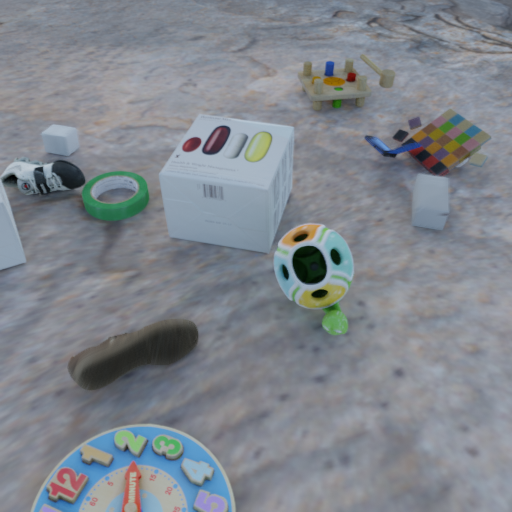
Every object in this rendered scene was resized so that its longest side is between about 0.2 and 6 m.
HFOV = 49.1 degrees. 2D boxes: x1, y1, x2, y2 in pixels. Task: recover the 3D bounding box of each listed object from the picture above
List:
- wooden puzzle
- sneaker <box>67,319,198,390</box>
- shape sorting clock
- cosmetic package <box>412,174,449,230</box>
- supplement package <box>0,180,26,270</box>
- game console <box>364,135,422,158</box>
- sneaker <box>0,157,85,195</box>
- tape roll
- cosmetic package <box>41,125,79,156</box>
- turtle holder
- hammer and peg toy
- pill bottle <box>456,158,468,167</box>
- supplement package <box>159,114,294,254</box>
[{"bbox_3d":[4.166,-2.513,12.407,1.388,0.164,2.341,-36,46,5],"label":"wooden puzzle"},{"bbox_3d":[-1.836,1.327,8.350,1.957,0.689,0.739,-16,21,-32],"label":"sneaker"},{"bbox_3d":[-1.446,3.076,6.586,2.413,0.473,2.413,0,43,0],"label":"shape sorting clock"},{"bbox_3d":[3.453,-1.086,11.124,0.634,0.536,1.188,11,46,10],"label":"cosmetic package"},{"bbox_3d":[-5.380,-0.679,9.968,1.870,1.438,1.956,-18,45,-19],"label":"supplement package"},{"bbox_3d":[2.992,-2.491,12.211,0.908,0.629,1.063,46,23,13],"label":"game console"},{"bbox_3d":[-4.416,-1.532,11.519,1.872,0.694,0.828,6,42,20],"label":"sneaker"},{"bbox_3d":[-2.857,-1.242,11.430,1.313,0.316,1.313,0,42,0],"label":"tape roll"},{"bbox_3d":[-4.472,-2.649,12.817,0.597,0.497,0.500,11,39,11],"label":"cosmetic package"},{"bbox_3d":[0.886,0.334,8.883,1.295,1.704,1.210,7,-1,10],"label":"turtle holder"},{"bbox_3d":[2.345,-4.549,14.701,2.281,0.805,1.678,-7,41,-8],"label":"hammer and peg toy"},{"bbox_3d":[4.551,-2.308,12.513,0.425,0.425,0.779,17,45,17],"label":"pill bottle"},{"bbox_3d":[-0.461,-1.421,10.698,2.011,1.547,2.103,10,45,11],"label":"supplement package"}]
